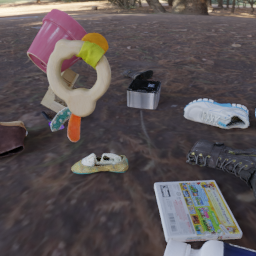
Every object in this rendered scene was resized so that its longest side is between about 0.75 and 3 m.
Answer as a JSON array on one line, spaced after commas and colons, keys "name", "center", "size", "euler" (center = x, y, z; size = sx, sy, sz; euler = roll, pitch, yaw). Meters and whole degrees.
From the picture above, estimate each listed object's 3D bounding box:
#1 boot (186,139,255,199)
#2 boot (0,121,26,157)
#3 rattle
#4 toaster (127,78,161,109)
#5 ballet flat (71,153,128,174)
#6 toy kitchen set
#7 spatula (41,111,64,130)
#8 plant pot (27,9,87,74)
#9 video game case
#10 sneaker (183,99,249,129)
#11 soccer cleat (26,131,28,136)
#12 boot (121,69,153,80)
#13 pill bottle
[{"name": "boot", "center": [3.114, 1.212, 8.818], "size": [2.568, 1.021, 2.950], "euler": [10, 21, 20]}, {"name": "boot", "center": [-4.804, 0.447, 10.358], "size": [2.013, 0.728, 1.674], "euler": [-15, 38, -8]}, {"name": "rattle", "center": [-1.323, -1.169, 7.660], "size": [1.662, 2.552, 1.823], "euler": [-2, 28, -14]}, {"name": "toaster", "center": [0.809, -1.704, 13.941], "size": [1.560, 1.023, 1.725], "euler": [6, 29, 10]}, {"name": "ballet flat", "center": [-0.930, 1.122, 9.212], "size": [1.881, 0.665, 0.665], "euler": [0, 29, 0]}, {"name": "toy kitchen set", "center": [-2.492, -1.460, 13.001], "size": [1.857, 2.058, 1.679], "euler": [27, -3, 39]}, {"name": "spatula", "center": [-3.435, -0.360, 12.357], "size": [0.517, 0.188, 1.830], "euler": [-20, 35, -32]}, {"name": "plant pot", "center": [-2.744, -3.120, 10.867], "size": [2.131, 2.131, 1.907], "euler": [25, 72, 38]}, {"name": "video game case", "center": [1.790, 2.188, 7.675], "size": [1.874, 0.236, 2.059], "euler": [-2, 28, -3]}, {"name": "sneaker", "center": [3.754, -0.497, 11.819], "size": [2.791, 1.046, 1.209], "euler": [4, 34, 7]}, {"name": "soccer cleat", "center": [-4.448, 0.244, 11.126], "size": [0.873, 0.305, 0.377], "euler": [-9, 27, -16]}, {"name": "boot", "center": [0.584, -3.463, 17.626], "size": [1.648, 0.571, 1.435], "euler": [-20, 35, -28]}, {"name": "pill bottle", "center": [2.004, 2.929, 4.885], "size": [2.851, 1.583, 1.583], "euler": [9, 30, 17]}]
